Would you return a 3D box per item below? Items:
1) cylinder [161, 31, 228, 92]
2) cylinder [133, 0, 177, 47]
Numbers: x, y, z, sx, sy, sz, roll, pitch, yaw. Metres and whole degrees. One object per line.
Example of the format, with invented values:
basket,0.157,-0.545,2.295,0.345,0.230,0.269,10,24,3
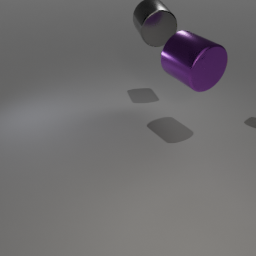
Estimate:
cylinder,1.916,-1.975,8.241,1.400,1.400,1.400,-16,40,-26
cylinder,1.008,-4.049,10.744,1.400,1.400,1.400,-6,42,-11
